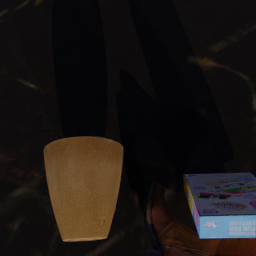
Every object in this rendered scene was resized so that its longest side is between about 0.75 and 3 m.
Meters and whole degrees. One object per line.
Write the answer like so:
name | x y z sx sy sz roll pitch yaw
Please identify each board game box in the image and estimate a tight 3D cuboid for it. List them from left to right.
board game box | 2.052 1.459 5.670 1.605 2.098 0.423 -2 100 5

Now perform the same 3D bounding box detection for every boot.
boot | 1.520 2.181 5.841 2.349 0.804 2.211 2 44 0

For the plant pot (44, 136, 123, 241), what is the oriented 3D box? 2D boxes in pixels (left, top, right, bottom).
plant pot | -0.939 1.372 5.973 1.768 1.768 1.898 -3 66 -2
